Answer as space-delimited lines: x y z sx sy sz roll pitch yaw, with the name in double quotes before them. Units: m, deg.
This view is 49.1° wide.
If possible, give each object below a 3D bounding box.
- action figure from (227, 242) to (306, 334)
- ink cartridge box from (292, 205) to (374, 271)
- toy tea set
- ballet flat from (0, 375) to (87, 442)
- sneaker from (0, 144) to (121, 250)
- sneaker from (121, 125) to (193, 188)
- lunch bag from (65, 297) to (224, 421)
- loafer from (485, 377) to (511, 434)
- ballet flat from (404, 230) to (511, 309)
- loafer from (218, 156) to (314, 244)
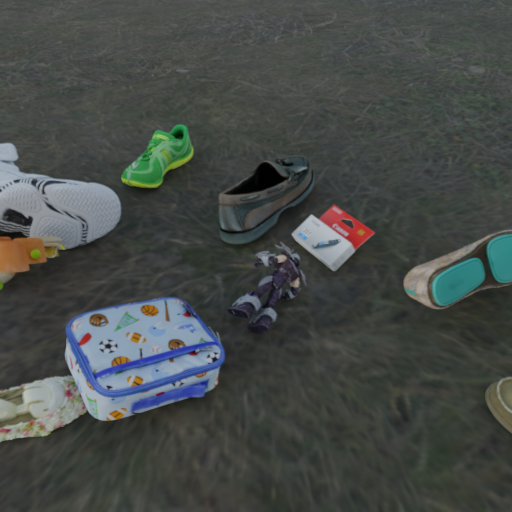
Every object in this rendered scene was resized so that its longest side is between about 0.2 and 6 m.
"action figure" 0.241 0.435 8.424 0.515 0.966 1.485 -13 32 51
"ink cartridge box" 1.319 -0.391 9.740 0.982 0.249 1.114 -44 47 -5
"toy tea set" -3.707 0.173 8.250 1.374 0.855 2.311 -1 4 -6
"ballet flat" -2.868 1.844 6.686 1.875 0.599 0.709 -15 59 -19
"sneaker" -4.195 -1.184 10.224 3.612 1.357 2.076 -4 39 0
"sneaker" -2.146 -2.162 11.951 0.836 0.943 2.256 15 39 18
"lunch bag" -1.363 1.262 7.135 1.884 0.712 1.510 -10 41 -34
"loafer" 3.718 1.953 6.476 2.049 0.691 0.779 27 44 32
"ballet flat" 3.305 0.138 8.621 2.531 0.862 0.851 -14 7 -25
"loafer" 0.266 -1.350 10.685 1.097 0.960 3.052 5 35 30
